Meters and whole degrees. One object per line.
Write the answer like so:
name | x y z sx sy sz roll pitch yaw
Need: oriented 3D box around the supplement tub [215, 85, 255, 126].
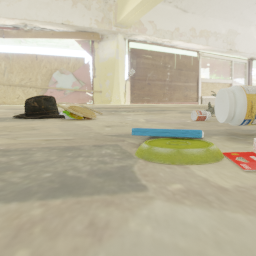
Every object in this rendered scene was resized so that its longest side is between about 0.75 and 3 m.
supplement tub | 3.168 -0.590 7.380 1.476 1.068 1.068 -1 6 -5

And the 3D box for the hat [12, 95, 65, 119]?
hat | -4.441 -1.116 14.459 2.887 1.165 2.887 -1 5 0

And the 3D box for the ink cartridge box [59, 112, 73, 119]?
ink cartridge box | -2.761 -0.619 13.773 1.168 0.237 1.166 1 9 -8

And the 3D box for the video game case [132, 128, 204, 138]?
video game case | 0.971 0.117 6.223 1.357 0.169 1.895 2 -1 16

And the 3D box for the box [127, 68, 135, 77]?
box | 0.100 -1.801 9.129 0.173 0.162 0.835 -44 8 3

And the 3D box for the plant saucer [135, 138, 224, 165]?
plant saucer | 0.866 0.354 4.814 1.499 0.233 1.499 -1 6 0

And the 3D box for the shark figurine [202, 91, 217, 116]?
shark figurine | 4.601 -1.052 15.133 1.149 1.923 0.803 30 55 12

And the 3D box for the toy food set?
toy food set | -2.214 -0.661 13.070 1.536 0.447 2.225 23 12 18

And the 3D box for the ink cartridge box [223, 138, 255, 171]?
ink cartridge box | 2.160 0.382 4.259 1.148 0.291 1.304 1 6 4

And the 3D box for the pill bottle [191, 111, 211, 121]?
pill bottle | 3.219 -0.544 12.322 0.803 0.450 0.450 -1 6 -20
